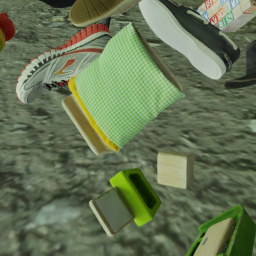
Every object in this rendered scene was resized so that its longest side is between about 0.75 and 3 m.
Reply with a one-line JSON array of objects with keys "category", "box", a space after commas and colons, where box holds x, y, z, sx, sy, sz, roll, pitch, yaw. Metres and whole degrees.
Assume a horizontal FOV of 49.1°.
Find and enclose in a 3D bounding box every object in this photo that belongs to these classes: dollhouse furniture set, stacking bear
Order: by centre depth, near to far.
[{"category": "dollhouse furniture set", "box": [0.090, 0.249, 3.000, 2.803, 1.401, 1.082, 55, 30, 12]}, {"category": "stacking bear", "box": [-2.675, -1.694, 5.235, 0.797, 0.851, 1.402, 9, 43, 16]}]

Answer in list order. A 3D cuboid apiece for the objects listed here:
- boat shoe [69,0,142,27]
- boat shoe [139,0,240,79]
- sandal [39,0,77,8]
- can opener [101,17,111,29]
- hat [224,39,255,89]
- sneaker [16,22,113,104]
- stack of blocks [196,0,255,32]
[{"category": "boat shoe", "box": [-0.280, -2.460, 5.486, 1.800, 0.585, 0.649, -30, 75, 5]}, {"category": "boat shoe", "box": [1.298, -2.162, 6.066, 0.766, 0.938, 2.538, -43, 76, -10]}, {"category": "sandal", "box": [-2.049, -3.677, 7.473, 0.850, 0.510, 2.264, -7, 6, 24]}, {"category": "can opener", "box": [-0.592, -3.261, 8.169, 0.629, 1.600, 0.507, 24, 24, 5]}, {"category": "hat", "box": [3.441, -1.653, 6.464, 2.516, 1.015, 2.516, -11, 1, 0]}, {"category": "sneaker", "box": [-1.118, -1.068, 5.242, 2.141, 0.880, 0.833, -33, -2, 1]}, {"category": "stack of blocks", "box": [2.553, -3.043, 7.290, 0.527, 1.800, 1.036, -7, 79, -25]}]
